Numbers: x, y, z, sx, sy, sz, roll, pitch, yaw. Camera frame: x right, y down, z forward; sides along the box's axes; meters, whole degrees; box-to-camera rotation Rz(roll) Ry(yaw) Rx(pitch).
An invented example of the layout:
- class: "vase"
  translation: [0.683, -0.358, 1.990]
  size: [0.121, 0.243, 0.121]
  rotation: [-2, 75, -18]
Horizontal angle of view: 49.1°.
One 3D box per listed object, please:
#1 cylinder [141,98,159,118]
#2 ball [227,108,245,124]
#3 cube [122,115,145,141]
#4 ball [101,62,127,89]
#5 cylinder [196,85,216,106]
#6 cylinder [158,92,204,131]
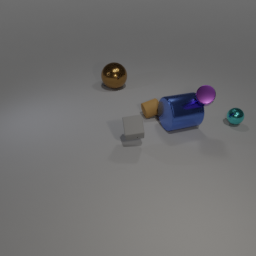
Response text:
- class: "cylinder"
  translation: [1.014, -0.867, 12.320]
  size: [0.700, 0.700, 0.700]
  rotation: [-21, 34, -8]
- class: "ball"
  translation: [4.474, -0.496, 11.662]
  size: [0.700, 0.700, 0.700]
  rotation: [0, 31, 0]
- class: "cube"
  translation: [0.200, -0.004, 10.165]
  size: [0.700, 0.700, 0.700]
  rotation: [-8, 72, 0]
- class: "ball"
  translation: [-0.737, -2.796, 14.973]
  size: [1.400, 1.400, 1.400]
  rotation: [0, 31, 0]
- class: "cylinder"
  translation: [2.896, -1.200, 10.478]
  size: [0.700, 0.700, 0.700]
  rotation: [8, -1, 13]
- class: "cylinder"
  translation: [2.133, -0.671, 11.395]
  size: [1.400, 1.400, 1.400]
  rotation: [-10, 32, -17]
